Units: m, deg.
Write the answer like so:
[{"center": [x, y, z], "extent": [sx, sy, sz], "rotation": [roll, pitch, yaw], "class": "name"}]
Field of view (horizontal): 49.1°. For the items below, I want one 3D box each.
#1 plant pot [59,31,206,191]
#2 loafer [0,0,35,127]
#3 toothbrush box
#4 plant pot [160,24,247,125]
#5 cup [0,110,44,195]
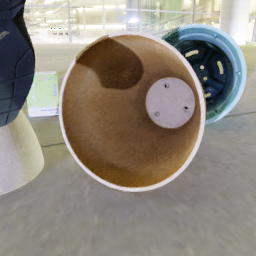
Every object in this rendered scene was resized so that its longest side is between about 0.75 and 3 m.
[{"center": [0.535, -0.458, 6.095], "extent": [2.752, 2.752, 2.953], "rotation": [10, 13, 24], "class": "plant pot"}, {"center": [-1.559, -1.039, 3.107], "extent": [0.815, 2.239, 0.809], "rotation": [-18, 44, -43], "class": "loafer"}, {"center": [-2.819, -1.142, 9.289], "extent": [1.004, 1.379, 0.594], "rotation": [-5, 21, -14], "class": "toothbrush box"}, {"center": [2.243, -1.749, 9.288], "extent": [2.887, 2.887, 2.828], "rotation": [6, 14, 16], "class": "plant pot"}, {"center": [-2.949, 0.107, 5.535], "extent": [2.327, 1.664, 2.327], "rotation": [0, 21, 0], "class": "cup"}]
